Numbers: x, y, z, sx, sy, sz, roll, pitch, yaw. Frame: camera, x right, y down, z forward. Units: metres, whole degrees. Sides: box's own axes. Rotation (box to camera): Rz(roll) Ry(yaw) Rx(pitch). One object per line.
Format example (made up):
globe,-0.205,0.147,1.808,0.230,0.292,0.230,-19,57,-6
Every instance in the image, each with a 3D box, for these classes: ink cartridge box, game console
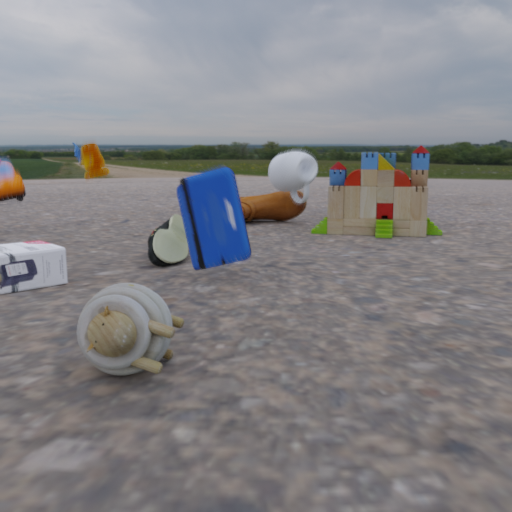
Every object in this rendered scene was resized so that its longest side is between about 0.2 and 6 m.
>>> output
ink cartridge box,-3.755,0.171,8.479,1.414,0.596,1.024,-9,14,-42
game console,-0.705,-0.547,8.827,1.217,1.426,0.844,-12,1,14

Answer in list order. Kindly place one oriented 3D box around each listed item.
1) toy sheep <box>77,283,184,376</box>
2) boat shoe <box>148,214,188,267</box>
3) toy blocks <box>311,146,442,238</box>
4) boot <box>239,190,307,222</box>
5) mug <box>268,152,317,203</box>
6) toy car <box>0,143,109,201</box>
toy sheep,-1.171,0.673,5.170,0.923,0.923,1.339,0,-3,-1
boat shoe,-1.709,-0.201,10.696,0.613,0.716,1.958,-40,15,15
toy blocks,3.031,-1.639,14.011,3.208,2.193,1.603,2,10,13
boot,0.003,-1.431,16.229,2.509,0.962,1.948,4,9,33
mug,1.086,-2.095,14.966,1.027,1.391,1.220,-15,9,-26
toy car,-3.785,-1.499,9.881,2.301,0.766,1.129,-16,5,-8
